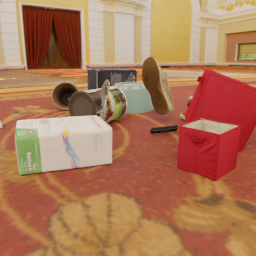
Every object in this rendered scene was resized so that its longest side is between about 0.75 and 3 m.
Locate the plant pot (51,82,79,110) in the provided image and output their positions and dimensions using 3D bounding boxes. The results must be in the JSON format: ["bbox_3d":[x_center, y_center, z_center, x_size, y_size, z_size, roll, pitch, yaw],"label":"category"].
[{"bbox_3d":[-3.349,-1.712,15.633,1.549,1.549,1.351,-1,-1,-2],"label":"plant pot"}]

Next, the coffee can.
[{"bbox_3d":[-1.254,-0.937,12.186,1.572,1.572,2.148,11,19,34],"label":"coffee can"}]

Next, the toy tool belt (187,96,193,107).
[{"bbox_3d":[4.483,-1.552,13.769,2.795,1.717,1.745,12,-23,25],"label":"toy tool belt"}]

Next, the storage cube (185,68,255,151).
[{"bbox_3d":[3.214,-0.720,9.602,2.267,2.038,1.938,21,18,4],"label":"storage cube"}]

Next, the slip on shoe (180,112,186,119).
[{"bbox_3d":[3.504,-0.656,12.944,2.168,0.663,0.803,0,17,6],"label":"slip on shoe"}]

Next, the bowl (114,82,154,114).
[{"bbox_3d":[0.088,-1.755,15.479,2.724,1.425,2.724,-1,17,0],"label":"bowl"}]

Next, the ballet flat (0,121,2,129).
[{"bbox_3d":[-5.570,-0.221,11.982,0.356,0.356,1.025,-9,18,-30],"label":"ballet flat"}]

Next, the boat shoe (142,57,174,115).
[{"bbox_3d":[1.362,-1.885,12.638,0.980,2.675,0.838,-16,-3,39],"label":"boat shoe"}]

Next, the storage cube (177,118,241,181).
[{"bbox_3d":[2.168,0.520,7.596,1.204,1.266,1.409,15,22,42],"label":"storage cube"}]

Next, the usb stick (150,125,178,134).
[{"bbox_3d":[1.414,0.063,10.904,1.149,0.319,0.187,-6,61,-18],"label":"usb stick"}]

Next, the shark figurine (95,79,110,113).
[{"bbox_3d":[-0.981,-1.171,10.451,0.524,1.256,0.750,7,4,-9],"label":"shark figurine"}]

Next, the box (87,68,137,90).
[{"bbox_3d":[-1.117,-3.268,19.269,2.897,1.551,2.150,-7,17,-24],"label":"box"}]

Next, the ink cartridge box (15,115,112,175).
[{"bbox_3d":[-1.897,0.398,8.294,2.570,1.124,1.867,-7,18,-18],"label":"ink cartridge box"}]
